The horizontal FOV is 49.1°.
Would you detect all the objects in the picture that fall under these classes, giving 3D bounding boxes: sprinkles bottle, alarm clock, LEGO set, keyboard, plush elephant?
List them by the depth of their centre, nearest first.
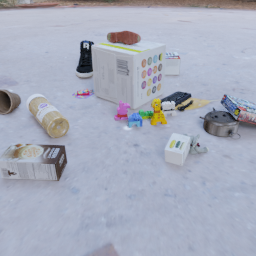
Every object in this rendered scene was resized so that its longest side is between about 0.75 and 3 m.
[{"bbox_3d":[2.094,0.472,8.951,0.849,0.657,0.699,-19,35,-30],"label":"plush elephant"},{"bbox_3d":[3.462,-0.110,10.104,1.234,0.609,1.830,-7,33,-13],"label":"alarm clock"},{"bbox_3d":[-3.041,-0.505,10.500,0.840,0.840,2.461,-19,35,-29],"label":"sprinkles bottle"},{"bbox_3d":[0.774,-0.705,10.657,2.501,1.026,0.954,-5,31,-9],"label":"LEGO set"},{"bbox_3d":[2.148,-1.164,12.306,1.387,0.225,2.183,22,37,34],"label":"keyboard"}]

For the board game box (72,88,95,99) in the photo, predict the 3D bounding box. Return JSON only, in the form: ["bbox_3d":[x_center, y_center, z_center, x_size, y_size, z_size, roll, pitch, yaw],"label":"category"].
[{"bbox_3d":[-2.102,-1.712,13.261,0.889,0.219,1.125,15,33,25],"label":"board game box"}]

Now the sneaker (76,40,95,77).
[{"bbox_3d":[-2.443,-4.072,15.952,1.085,1.662,2.971,-1,30,-2],"label":"sneaker"}]

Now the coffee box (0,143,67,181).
[{"bbox_3d":[-2.703,0.963,8.076,1.658,0.661,0.948,2,30,3],"label":"coffee box"}]

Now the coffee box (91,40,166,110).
[{"bbox_3d":[0.071,-2.557,12.551,2.366,2.362,2.339,21,36,34],"label":"coffee box"}]

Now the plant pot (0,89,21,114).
[{"bbox_3d":[-4.934,-1.120,11.621,1.004,1.004,0.875,10,13,16],"label":"plant pot"}]

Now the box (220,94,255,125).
[{"bbox_3d":[4.699,-0.576,10.448,2.110,0.421,1.445,12,28,-14],"label":"box"}]

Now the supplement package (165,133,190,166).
[{"bbox_3d":[1.516,0.646,8.567,0.569,0.565,0.750,14,48,23],"label":"supplement package"}]

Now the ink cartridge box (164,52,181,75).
[{"bbox_3d":[1.720,-3.822,16.222,2.310,0.968,2.028,0,29,0],"label":"ink cartridge box"}]

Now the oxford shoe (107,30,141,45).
[{"bbox_3d":[-0.103,-3.921,11.982,1.586,0.561,0.585,15,29,24],"label":"oxford shoe"}]
